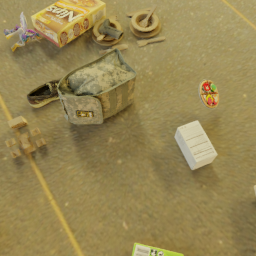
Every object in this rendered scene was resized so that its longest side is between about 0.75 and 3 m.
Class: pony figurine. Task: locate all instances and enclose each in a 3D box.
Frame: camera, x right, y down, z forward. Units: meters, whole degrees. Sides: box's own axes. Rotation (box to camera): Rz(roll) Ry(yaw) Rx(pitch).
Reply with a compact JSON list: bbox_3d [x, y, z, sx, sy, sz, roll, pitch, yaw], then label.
[{"bbox_3d":[-4.234,-3.803,11.146,1.264,1.053,1.220,-28,99,-16],"label":"pony figurine"}]

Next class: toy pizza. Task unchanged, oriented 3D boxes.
[{"bbox_3d":[2.752,-1.145,9.373,1.048,0.166,1.048,9,75,-35],"label":"toy pizza"}]

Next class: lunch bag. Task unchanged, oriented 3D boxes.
[{"bbox_3d":[-1.031,-1.110,9.144,2.433,1.995,1.430,-30,71,-14],"label":"lunch bag"}]

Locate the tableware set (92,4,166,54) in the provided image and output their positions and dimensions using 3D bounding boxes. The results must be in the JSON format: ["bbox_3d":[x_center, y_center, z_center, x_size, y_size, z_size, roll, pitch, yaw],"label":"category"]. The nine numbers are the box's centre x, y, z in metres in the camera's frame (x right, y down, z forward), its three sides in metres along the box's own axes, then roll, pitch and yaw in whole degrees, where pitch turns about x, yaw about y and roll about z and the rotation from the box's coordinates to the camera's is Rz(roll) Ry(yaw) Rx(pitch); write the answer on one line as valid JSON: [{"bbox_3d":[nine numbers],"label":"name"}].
[{"bbox_3d":[-0.057,-4.166,11.412,2.918,0.585,1.929,-15,65,-7],"label":"tableware set"}]

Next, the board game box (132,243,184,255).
[{"bbox_3d":[0.509,4.501,6.942,1.391,0.437,2.912,10,49,10],"label":"board game box"}]

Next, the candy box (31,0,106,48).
[{"bbox_3d":[-2.323,-4.478,11.308,1.522,0.729,2.637,36,62,20],"label":"candy box"}]

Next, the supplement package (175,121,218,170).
[{"bbox_3d":[2.156,0.558,9.033,0.761,0.759,1.298,-20,66,-9],"label":"supplement package"}]

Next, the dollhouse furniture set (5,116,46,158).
[{"bbox_3d":[-3.476,0.272,9.355,1.084,0.768,1.180,-26,88,-11],"label":"dollhouse furniture set"}]

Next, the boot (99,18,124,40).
[{"bbox_3d":[-0.598,-3.923,11.096,0.921,0.334,0.838,18,68,18],"label":"boot"}]

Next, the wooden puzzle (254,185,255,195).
[{"bbox_3d":[4.877,2.615,7.997,2.234,0.517,2.069,2,64,-9],"label":"wooden puzzle"}]

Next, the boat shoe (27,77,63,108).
[{"bbox_3d":[-2.721,-1.365,10.049,1.868,0.605,0.684,-35,69,-15],"label":"boat shoe"}]
